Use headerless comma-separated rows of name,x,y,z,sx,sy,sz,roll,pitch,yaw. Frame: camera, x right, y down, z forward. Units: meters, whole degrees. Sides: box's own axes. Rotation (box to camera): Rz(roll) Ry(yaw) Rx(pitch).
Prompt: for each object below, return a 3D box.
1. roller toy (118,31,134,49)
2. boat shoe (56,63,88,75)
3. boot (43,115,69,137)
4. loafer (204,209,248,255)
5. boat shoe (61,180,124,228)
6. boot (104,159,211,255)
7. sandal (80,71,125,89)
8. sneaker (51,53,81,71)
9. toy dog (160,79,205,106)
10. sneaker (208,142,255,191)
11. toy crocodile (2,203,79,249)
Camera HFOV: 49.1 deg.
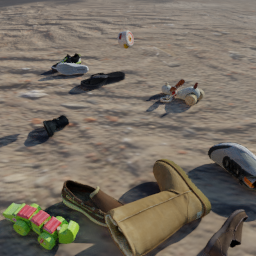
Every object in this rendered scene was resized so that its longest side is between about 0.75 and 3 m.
roller toy,-0.086,-3.975,12.557,0.538,0.703,0.770,0,33,33
boat shoe,-3.302,-3.502,16.702,1.862,0.685,0.622,6,18,-9
boot,-2.906,-0.124,11.542,0.998,0.454,1.188,-18,31,-19
loafer,2.608,2.747,7.124,1.661,0.606,0.589,-33,54,-31
boat shoe,-0.889,2.058,7.761,2.246,0.831,0.830,15,37,15
boot,0.588,1.975,7.677,2.736,0.905,2.396,-14,36,-31
sandal,-1.441,-2.811,15.536,2.829,0.606,1.076,-24,40,-32
sneaker,-3.856,-4.159,17.362,2.110,0.874,0.756,-27,42,-35
toy dog,2.672,-1.912,13.749,2.176,1.048,1.435,9,34,13
sneaker,3.706,1.295,8.954,2.619,0.968,1.038,28,47,36
toy crocodile,-2.321,2.464,7.350,2.277,0.703,0.769,15,36,23
